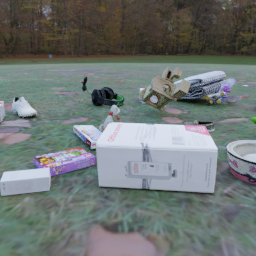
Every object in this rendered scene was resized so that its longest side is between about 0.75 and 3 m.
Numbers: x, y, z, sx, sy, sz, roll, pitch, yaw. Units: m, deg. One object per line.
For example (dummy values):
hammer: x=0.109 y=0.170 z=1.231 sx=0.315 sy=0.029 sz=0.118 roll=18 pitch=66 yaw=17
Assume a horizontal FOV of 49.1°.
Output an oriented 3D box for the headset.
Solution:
headset: x=-1.397 y=-1.909 z=15.218 sx=2.613 sy=1.228 sz=1.614 roll=20 pitch=22 yaw=22

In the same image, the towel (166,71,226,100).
towel: x=3.879 y=-2.324 z=16.047 sx=2.324 sy=1.201 sz=2.807 roll=-23 pitch=11 yaw=-36

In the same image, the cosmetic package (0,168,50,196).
cosmetic package: x=-2.283 y=1.202 z=6.309 sx=1.023 sy=0.379 sz=0.520 roll=-2 pitch=17 yaw=-13

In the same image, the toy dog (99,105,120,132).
toy dog: x=-0.543 y=-0.240 z=9.858 sx=0.502 sy=1.043 sz=0.688 roll=35 pitch=0 yaw=-34

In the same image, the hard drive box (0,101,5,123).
hard drive box: x=-6.252 y=-0.631 z=11.846 sx=1.769 sy=0.679 sz=1.379 roll=-5 pitch=18 yaw=-16

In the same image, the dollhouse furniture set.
dollhouse furniture set: x=1.750 y=-2.258 z=12.462 sx=1.321 sy=2.101 sz=2.375 roll=25 pitch=-21 yaw=-12

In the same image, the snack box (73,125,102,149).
snack box: x=-1.240 y=0.261 z=9.547 sx=0.730 sy=0.247 sz=2.031 roll=0 pitch=15 yaw=-26

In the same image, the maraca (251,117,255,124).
maraca: x=4.997 y=0.011 z=8.630 sx=1.738 sy=1.356 sz=2.535 roll=21 pitch=1 yaw=-17

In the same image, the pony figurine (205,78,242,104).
pony figurine: x=5.059 y=-1.804 z=14.992 sx=1.605 sy=1.385 sz=1.663 roll=-12 pitch=11 yaw=35

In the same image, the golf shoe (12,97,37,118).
golf shoe: x=-4.780 y=-0.970 z=12.763 sx=1.749 sy=0.850 sz=0.685 roll=15 pitch=20 yaw=36

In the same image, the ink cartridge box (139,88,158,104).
ink cartridge box: x=1.261 y=-1.903 z=16.211 sx=1.116 sy=0.643 sz=1.928 roll=-1 pitch=17 yaw=-4

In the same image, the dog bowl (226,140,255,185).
dog bowl: x=3.328 y=0.864 z=6.970 sx=1.730 sy=0.638 sz=1.730 roll=-1 pitch=16 yaw=0

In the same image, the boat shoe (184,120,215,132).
boat shoe: x=2.698 y=-0.122 z=10.673 sx=1.168 sy=0.349 sz=0.417 roll=6 pitch=25 yaw=20

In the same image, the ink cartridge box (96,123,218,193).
ink cartridge box: x=0.691 y=0.626 z=6.946 sx=2.618 sy=1.084 sz=1.918 roll=2 pitch=17 yaw=7

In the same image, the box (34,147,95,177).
box: x=-1.705 y=0.879 z=7.530 sx=1.388 sy=0.271 sz=0.950 roll=-11 pitch=20 yaw=-33
